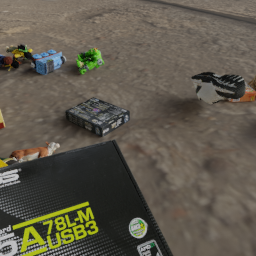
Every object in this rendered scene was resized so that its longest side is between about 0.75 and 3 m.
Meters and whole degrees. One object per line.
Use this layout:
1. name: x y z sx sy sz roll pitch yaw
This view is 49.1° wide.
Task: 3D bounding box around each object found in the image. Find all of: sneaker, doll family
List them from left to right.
1. doll family: -5.014 -3.090 12.289 1.443 0.979 2.496 22 43 24
2. sneaker: 2.838 -1.162 8.702 0.848 0.920 2.301 -21 21 -9

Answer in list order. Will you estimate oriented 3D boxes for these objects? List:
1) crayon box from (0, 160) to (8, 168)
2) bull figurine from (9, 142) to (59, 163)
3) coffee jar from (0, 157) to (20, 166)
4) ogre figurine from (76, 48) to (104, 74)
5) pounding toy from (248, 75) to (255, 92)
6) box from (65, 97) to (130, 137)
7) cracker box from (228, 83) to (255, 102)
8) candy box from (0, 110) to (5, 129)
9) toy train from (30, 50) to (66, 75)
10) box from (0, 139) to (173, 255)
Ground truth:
1. crayon box: -2.508 1.396 4.806 1.397 0.472 1.619 32 53 13
2. bull figurine: -2.193 0.676 6.667 1.172 0.382 0.712 -11 30 -16
3. coffee jar: -3.006 0.928 6.022 1.519 0.648 0.792 13 35 19
4. ogre figurine: -1.643 -2.942 12.136 1.049 0.859 1.750 -19 17 3
5. pounding toy: 4.989 -1.539 10.196 0.980 0.983 1.713 37 51 5
6. box: -0.906 -0.379 8.409 1.539 0.335 1.233 22 38 31
7. cracker box: 3.840 -1.361 9.959 0.848 0.365 1.266 -3 33 -4
8. candy box: -4.712 -0.587 8.449 1.363 0.660 2.336 -18 38 -27
9. toy train: -3.397 -2.858 12.109 0.931 0.707 1.630 26 37 21
10. box: -1.015 1.669 4.111 2.884 0.685 2.786 -13 55 -20
